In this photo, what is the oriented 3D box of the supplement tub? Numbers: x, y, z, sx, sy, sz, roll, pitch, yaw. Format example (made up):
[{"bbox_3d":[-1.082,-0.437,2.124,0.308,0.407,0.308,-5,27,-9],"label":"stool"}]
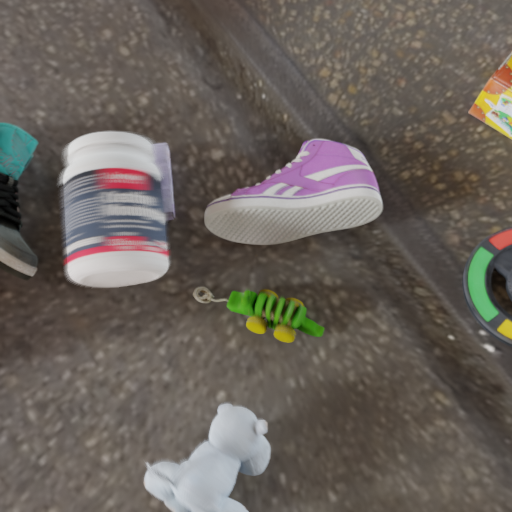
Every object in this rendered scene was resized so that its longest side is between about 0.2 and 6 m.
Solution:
[{"bbox_3d":[-2.061,-0.633,8.200,1.410,1.410,2.009,-7,78,-2],"label":"supplement tub"}]

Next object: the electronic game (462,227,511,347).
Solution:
[{"bbox_3d":[4.234,0.464,8.460,2.113,0.440,2.113,-5,62,10],"label":"electronic game"}]

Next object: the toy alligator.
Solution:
[{"bbox_3d":[0.027,0.755,8.427,2.103,0.571,0.624,18,58,7],"label":"toy alligator"}]

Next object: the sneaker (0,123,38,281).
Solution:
[{"bbox_3d":[-4.057,-1.125,8.853,2.977,1.245,1.797,41,85,14],"label":"sneaker"}]

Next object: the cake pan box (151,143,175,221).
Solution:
[{"bbox_3d":[-2.026,-1.154,9.276,1.277,0.363,1.386,-9,71,-1],"label":"cake pan box"}]

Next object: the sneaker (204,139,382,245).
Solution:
[{"bbox_3d":[0.511,-1.098,9.060,2.753,0.998,1.569,-7,56,-1],"label":"sneaker"}]

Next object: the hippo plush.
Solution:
[{"bbox_3d":[-0.601,2.663,7.422,1.424,1.788,1.438,4,46,39],"label":"hippo plush"}]

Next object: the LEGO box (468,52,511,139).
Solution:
[{"bbox_3d":[5.419,-2.636,9.414,2.721,1.050,2.026,37,75,12],"label":"LEGO box"}]
